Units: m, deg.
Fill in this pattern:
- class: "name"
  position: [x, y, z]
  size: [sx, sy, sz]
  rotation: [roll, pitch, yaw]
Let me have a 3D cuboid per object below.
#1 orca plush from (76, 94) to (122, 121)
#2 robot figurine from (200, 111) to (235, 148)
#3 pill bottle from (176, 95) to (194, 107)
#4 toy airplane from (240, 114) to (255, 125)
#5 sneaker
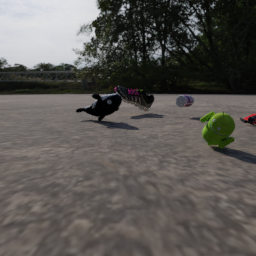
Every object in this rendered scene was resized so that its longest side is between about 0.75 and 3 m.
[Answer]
- class: "orca plush"
  position: [-1.112, -0.646, 10.318]
  size: [2.142, 0.761, 1.127]
  rotation: [-4, -31, 32]
- class: "robot figurine"
  position: [1.875, 0.028, 5.814]
  size: [0.510, 0.773, 0.881]
  rotation: [-19, -25, -20]
- class: "pill bottle"
  position: [2.495, -1.168, 12.109]
  size: [0.518, 0.518, 0.923]
  rotation: [7, 10, 39]
- class: "toy airplane"
  position: [5.154, -0.472, 9.439]
  size: [2.708, 0.498, 2.708]
  rotation: [-9, 10, 2]
- class: "sneaker"
  position: [0.384, -1.570, 13.171]
  size: [2.108, 0.922, 0.778]
  rotation: [25, 34, -24]
